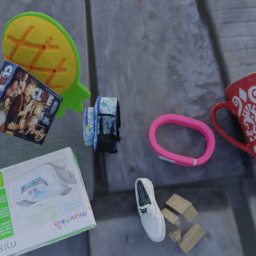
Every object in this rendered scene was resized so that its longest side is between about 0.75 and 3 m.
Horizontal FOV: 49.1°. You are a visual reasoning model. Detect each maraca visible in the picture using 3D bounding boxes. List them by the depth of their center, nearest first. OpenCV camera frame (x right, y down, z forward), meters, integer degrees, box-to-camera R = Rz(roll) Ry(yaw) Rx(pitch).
[{"bbox_3d":[-2.006,-1.470,6.972,1.851,2.700,1.444,-12,30,18],"label":"maraca"}]

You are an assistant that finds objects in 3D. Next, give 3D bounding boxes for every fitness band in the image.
[{"bbox_3d":[1.717,0.371,9.044,2.156,0.403,1.548,15,71,4],"label":"fitness band"}]

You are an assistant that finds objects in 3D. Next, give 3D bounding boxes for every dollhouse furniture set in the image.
[{"bbox_3d":[1.542,2.795,8.276,1.034,0.886,1.088,-42,110,-13],"label":"dollhouse furniture set"}]

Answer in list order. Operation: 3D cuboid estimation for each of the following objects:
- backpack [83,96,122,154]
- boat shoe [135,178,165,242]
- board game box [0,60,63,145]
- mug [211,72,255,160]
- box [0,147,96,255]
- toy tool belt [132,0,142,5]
[{"bbox_3d":[-0.796,-0.154,8.649,1.162,1.447,1.581,5,68,-6],"label":"backpack"},{"bbox_3d":[0.531,2.356,8.120,0.678,0.615,1.843,-28,62,21],"label":"boat shoe"},{"bbox_3d":[-1.994,-0.388,5.468,0.298,1.724,1.168,21,83,18],"label":"board game box"},{"bbox_3d":[4.122,-0.177,8.842,1.738,2.313,2.605,-2,70,-40],"label":"mug"},{"bbox_3d":[-2.489,2.131,7.971,2.594,1.254,2.289,-17,69,-7],"label":"box"},{"bbox_3d":[0.272,-4.141,6.977,1.197,1.947,1.216,-27,47,15],"label":"toy tool belt"}]
